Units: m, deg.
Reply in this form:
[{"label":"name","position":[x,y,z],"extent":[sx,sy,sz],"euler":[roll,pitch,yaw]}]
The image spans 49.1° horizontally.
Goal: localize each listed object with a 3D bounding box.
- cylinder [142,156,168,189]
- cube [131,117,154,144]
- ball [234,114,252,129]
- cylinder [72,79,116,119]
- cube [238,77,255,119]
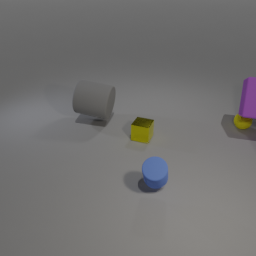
[{"label":"cylinder","position":[0.757,1.241,7.747],"extent":[0.700,0.700,0.700],"euler":[-4,60,6]},{"label":"cube","position":[0.551,0.074,10.635],"extent":[0.700,0.700,0.700],"euler":[11,31,18]},{"label":"ball","position":[4.646,-0.292,11.315],"extent":[0.700,0.700,0.700],"euler":[0,29,0]},{"label":"cylinder","position":[-1.360,-1.169,11.442],"extent":[1.400,1.400,1.400],"euler":[13,30,8]},{"label":"cube","position":[4.897,-1.040,10.130],"extent":[1.400,1.400,1.400],"euler":[8,8,15]}]
